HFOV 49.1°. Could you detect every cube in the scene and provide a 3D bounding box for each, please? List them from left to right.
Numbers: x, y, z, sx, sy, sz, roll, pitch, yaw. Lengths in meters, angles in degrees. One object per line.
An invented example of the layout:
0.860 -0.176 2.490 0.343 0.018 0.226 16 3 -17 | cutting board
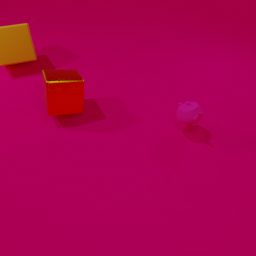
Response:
-3.861 -2.839 9.517 1.174 1.174 1.174 -15 22 -16 | cube
-1.806 -1.013 7.785 0.985 0.985 0.985 -6 30 -20 | cube

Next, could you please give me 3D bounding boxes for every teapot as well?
1.574 -0.413 7.120 0.675 0.531 1.085 -23 28 -13 | teapot
